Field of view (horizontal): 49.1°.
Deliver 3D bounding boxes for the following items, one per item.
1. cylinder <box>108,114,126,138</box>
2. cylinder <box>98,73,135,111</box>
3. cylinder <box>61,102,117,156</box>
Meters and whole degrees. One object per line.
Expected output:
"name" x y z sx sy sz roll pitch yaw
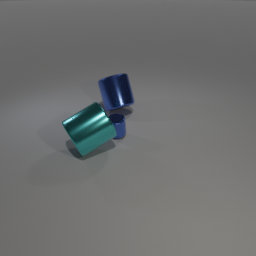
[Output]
"cylinder" -0.435 -0.082 10.758 0.700 0.700 0.700 -3 37 2
"cylinder" -0.518 -1.592 12.636 1.400 1.400 1.400 -15 2 1
"cylinder" -1.331 0.035 9.647 1.400 1.400 1.400 -32 36 -10
